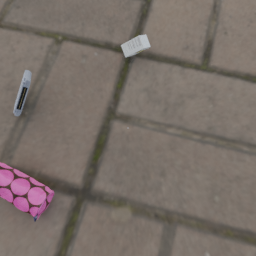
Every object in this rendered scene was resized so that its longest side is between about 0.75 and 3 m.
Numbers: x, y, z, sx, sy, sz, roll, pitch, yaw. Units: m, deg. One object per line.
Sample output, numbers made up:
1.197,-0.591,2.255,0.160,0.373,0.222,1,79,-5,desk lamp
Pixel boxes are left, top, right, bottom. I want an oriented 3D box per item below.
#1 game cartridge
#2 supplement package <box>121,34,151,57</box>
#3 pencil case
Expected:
-3.250,-1.097,8.646,0.259,1.281,0.854,14,29,-28,game cartridge
0.259,-2.762,9.438,0.466,0.820,0.449,-31,102,-49,supplement package
-3.062,1.685,7.617,1.955,0.916,0.887,31,31,3,pencil case
